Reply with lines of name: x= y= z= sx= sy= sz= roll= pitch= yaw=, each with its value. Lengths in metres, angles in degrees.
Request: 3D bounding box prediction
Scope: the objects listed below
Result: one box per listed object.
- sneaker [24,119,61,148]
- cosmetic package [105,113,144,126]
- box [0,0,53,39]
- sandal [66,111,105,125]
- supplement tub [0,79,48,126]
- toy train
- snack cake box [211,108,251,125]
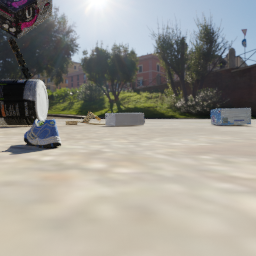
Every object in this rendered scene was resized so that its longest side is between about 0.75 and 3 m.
sneaker: x=-0.950 y=0.048 z=3.119 sx=0.288 sy=0.293 sz=0.762 roll=-4 pitch=3 yaw=-40
cosmetic package: x=-0.113 y=-0.317 z=10.375 sx=1.328 sy=0.473 sz=0.673 roll=-2 pitch=3 yaw=-37
box: x=-3.230 y=-3.727 z=8.546 sx=1.117 sy=1.691 sz=0.970 roll=31 pitch=-35 yaw=7
sandal: x=-1.723 y=-0.426 z=11.811 sx=1.782 sy=0.586 sz=0.653 roll=-1 pitch=2 yaw=-15
supplement tub: x=-4.430 y=-0.914 z=10.071 sx=2.748 sy=1.684 sz=1.684 roll=1 pitch=2 yaw=-1
toy train: x=-3.617 y=-2.317 z=9.368 sx=0.247 sy=1.450 sz=0.332 roll=-26 pitch=9 yaw=-25
snack cake box: x=4.258 y=-0.470 z=11.789 sx=1.158 sy=0.676 sz=2.013 roll=-2 pitch=2 yaw=6
